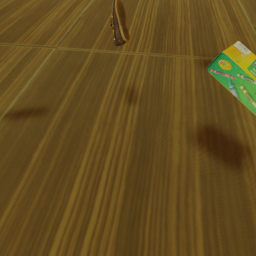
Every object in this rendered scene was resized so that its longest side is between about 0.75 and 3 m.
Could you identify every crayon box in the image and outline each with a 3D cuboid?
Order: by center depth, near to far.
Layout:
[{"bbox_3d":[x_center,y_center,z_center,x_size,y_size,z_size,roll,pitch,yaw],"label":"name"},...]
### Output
[{"bbox_3d":[2.190,-0.783,4.864,1.506,0.439,0.895,46,45,8],"label":"crayon box"}]

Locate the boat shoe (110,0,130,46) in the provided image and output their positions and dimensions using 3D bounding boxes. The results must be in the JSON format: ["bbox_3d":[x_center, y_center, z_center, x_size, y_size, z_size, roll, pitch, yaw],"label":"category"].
[{"bbox_3d":[-0.247,-2.418,6.422,0.380,1.081,0.380,-14,-13,35],"label":"boat shoe"}]
